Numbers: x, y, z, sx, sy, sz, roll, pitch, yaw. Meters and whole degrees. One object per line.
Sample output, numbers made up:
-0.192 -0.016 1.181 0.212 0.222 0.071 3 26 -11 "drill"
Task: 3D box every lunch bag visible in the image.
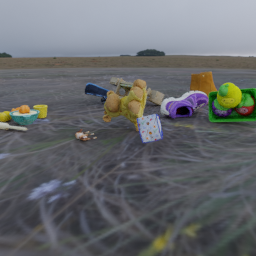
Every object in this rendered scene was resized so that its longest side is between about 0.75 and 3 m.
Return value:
0.657 0.035 8.205 0.641 0.754 0.467 -14 -9 17 "lunch bag"

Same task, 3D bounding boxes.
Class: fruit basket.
3.947 -0.946 10.663 1.973 1.423 1.973 -2 0 0 "fruit basket"

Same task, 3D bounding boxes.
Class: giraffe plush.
-0.179 -0.834 10.090 1.484 1.830 1.579 9 50 11 "giraffe plush"

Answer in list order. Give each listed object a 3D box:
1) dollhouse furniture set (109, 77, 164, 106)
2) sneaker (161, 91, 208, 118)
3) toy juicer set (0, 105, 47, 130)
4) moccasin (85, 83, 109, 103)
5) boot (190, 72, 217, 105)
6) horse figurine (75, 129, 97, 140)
0.307 -1.635 15.027 2.133 1.341 2.412 20 2 -35 "dollhouse furniture set"
2.657 -0.875 12.399 2.576 1.039 1.075 -19 38 -29 "sneaker"
-4.355 -0.529 10.998 1.719 0.735 2.702 1 16 1 "toy juicer set"
-1.329 -1.740 15.239 2.151 0.733 0.865 21 -1 -9 "moccasin"
4.433 -2.126 14.932 2.414 1.728 0.849 11 19 33 "boot"
-1.457 0.247 9.119 0.608 0.229 0.918 -11 19 -35 "horse figurine"
